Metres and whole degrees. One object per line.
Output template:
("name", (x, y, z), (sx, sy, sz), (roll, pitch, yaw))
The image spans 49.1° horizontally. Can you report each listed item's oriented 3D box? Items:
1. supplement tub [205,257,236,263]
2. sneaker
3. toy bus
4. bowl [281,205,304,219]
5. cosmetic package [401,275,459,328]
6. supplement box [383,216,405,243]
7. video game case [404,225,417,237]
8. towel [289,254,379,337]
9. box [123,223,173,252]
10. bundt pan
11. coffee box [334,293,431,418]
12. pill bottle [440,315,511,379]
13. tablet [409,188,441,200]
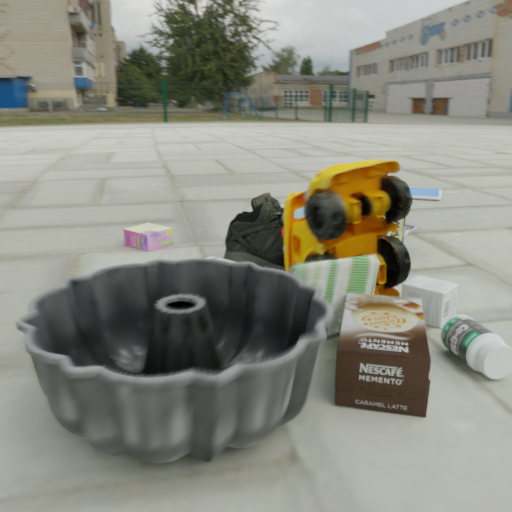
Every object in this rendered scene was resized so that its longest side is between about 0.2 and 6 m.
("supplement tub", (-0.308, 0.506, 8.369), (1.241, 0.819, 0.819), (12, 21, 37))
("sneaker", (0.635, -0.374, 10.168), (2.478, 1.420, 0.947), (8, 12, 15))
("toy bus", (1.116, -0.407, 8.647), (1.561, 2.300, 2.208), (-15, 24, -26))
("bowl", (0.907, -0.577, 11.960), (1.151, 0.619, 1.151), (1, 40, -1))
("cosmetic package", (2.558, 0.666, 8.296), (0.661, 0.553, 0.550), (14, 22, 39))
("supplement box", (2.291, -0.501, 11.605), (1.197, 0.805, 1.198), (13, 21, 35))
("video game case", (3.222, -0.637, 13.238), (0.901, 0.104, 0.821), (10, 20, 33))
("towel", (0.999, 0.570, 7.491), (1.531, 1.167, 0.179), (-7, 25, -33))
("box", (-2.316, -0.406, 12.013), (0.794, 0.384, 0.698), (13, 21, 37))
("bundt pan", (-0.785, 1.043, 5.965), (3.178, 1.193, 3.178), (1, 16, 0))
("coffee box", (1.505, 1.090, 6.678), (1.006, 0.701, 1.759), (4, 18, 11))
("pill bottle", (2.726, 1.116, 6.913), (0.513, 0.513, 0.908), (-4, 17, -13))
("tablet", (4.599, -1.940, 17.335), (2.126, 0.145, 1.383), (5, 18, 18))
